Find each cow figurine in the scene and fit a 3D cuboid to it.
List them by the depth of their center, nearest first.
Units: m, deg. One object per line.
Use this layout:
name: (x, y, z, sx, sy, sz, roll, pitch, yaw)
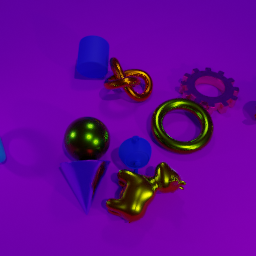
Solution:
cow figurine: (0.467, 1.559, 6.732, 1.635, 0.912, 1.662, 16, 61, 12)

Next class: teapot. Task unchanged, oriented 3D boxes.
teapot: (0.196, 0.635, 6.947, 0.853, 1.372, 0.672, -5, 38, -6)

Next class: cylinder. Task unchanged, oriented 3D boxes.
cylinder: (-1.153, -2.350, 9.329, 1.027, 1.027, 1.027, 1, 69, 1)

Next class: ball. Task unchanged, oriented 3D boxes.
ball: (-1.080, 0.303, 7.447, 1.230, 1.230, 1.230, 0, 52, 0)

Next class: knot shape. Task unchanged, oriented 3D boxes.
knot shape: (0.075, -1.494, 8.953, 1.629, 0.805, 1.741, 21, 29, -18)

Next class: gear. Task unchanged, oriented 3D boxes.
gear: (2.635, -1.247, 9.162, 1.853, 0.343, 1.853, 1, 52, -1)

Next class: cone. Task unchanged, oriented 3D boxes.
cone: (-1.034, 1.491, 6.920, 1.271, 1.271, 1.276, -3, 79, -2)

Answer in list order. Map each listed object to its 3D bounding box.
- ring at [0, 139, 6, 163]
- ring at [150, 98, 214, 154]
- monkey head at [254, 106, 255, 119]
ring: (-3.564, 0.257, 7.378, 0.277, 1.383, 1.383, -19, 55, -21)
ring: (1.571, -0.094, 8.155, 1.839, 0.368, 1.839, 1, 61, -1)
monkey head: (4.340, -0.539, 8.302, 1.061, 0.889, 1.475, 32, 59, 21)
